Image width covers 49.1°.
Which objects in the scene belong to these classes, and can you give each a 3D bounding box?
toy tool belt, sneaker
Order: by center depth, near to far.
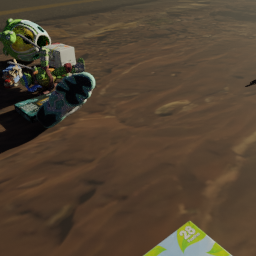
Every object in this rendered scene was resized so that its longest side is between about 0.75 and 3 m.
[{"bbox_3d":[-1.612,-1.006,8.331,2.253,0.876,1.576,-32,9,28],"label":"sneaker"},{"bbox_3d":[-4.671,-2.201,11.166,0.783,0.770,1.253,1,32,1],"label":"toy tool belt"}]

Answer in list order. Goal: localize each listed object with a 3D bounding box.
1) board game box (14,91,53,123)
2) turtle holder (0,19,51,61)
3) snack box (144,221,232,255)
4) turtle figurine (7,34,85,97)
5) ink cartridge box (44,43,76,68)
[{"bbox_3d":[-2.733,-0.778,9.408,1.743,0.245,1.179,-27,41,-35],"label":"board game box"},{"bbox_3d":[-4.690,-4.089,12.761,1.761,2.480,1.884,15,76,22],"label":"turtle holder"},{"bbox_3d":[0.924,2.750,3.172,2.328,0.934,2.761,-24,38,-32],"label":"snack box"},{"bbox_3d":[-2.992,-2.441,10.490,2.342,1.738,2.415,-11,52,-35],"label":"turtle figurine"},{"bbox_3d":[-3.116,-3.286,12.798,1.201,0.869,0.873,23,39,32],"label":"ink cartridge box"}]
